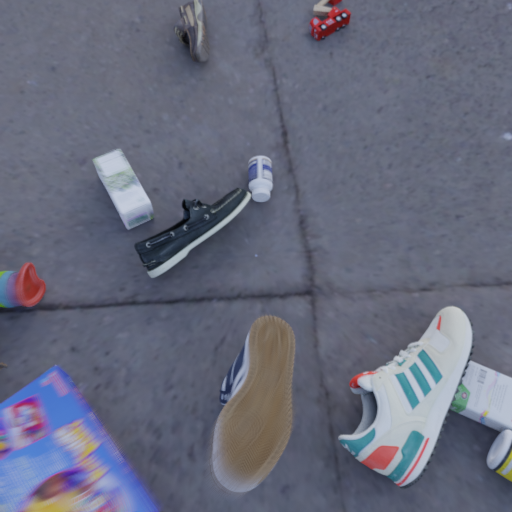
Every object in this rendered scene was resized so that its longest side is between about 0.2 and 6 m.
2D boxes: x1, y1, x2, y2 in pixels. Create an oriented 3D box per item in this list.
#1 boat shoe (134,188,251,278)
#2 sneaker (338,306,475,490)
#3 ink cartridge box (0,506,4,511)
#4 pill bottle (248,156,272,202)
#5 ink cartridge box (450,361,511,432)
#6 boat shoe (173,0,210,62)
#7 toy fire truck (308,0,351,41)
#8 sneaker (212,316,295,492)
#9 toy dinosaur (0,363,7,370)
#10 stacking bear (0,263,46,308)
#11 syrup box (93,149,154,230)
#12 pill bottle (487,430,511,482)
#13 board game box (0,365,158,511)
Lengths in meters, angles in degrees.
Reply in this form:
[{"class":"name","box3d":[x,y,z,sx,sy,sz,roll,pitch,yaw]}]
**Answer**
[{"class":"boat shoe","box3d":[-1.266,-0.682,10.930,2.575,0.962,0.854,-39,104,-10]},{"class":"sneaker","box3d":[2.506,2.074,9.487,1.535,1.156,3.284,26,69,7]},{"class":"ink cartridge box","box3d":[-4.223,3.963,8.108,1.024,0.388,0.757,-36,68,-18]},{"class":"pill bottle","box3d":[0.089,-1.598,11.736,0.494,0.494,0.890,-1,63,0]},{"class":"ink cartridge box","box3d":[3.981,2.434,9.680,1.169,0.511,0.849,22,66,12]},{"class":"boat shoe","box3d":[-1.574,-5.398,13.608,0.752,0.764,2.050,-9,54,6]},{"class":"toy fire truck","box3d":[1.800,-6.100,14.095,1.481,0.361,1.045,-34,67,-15]},{"class":"sneaker","box3d":[-0.123,2.491,8.781,1.029,1.593,2.937,21,42,-4]},{"class":"toy dinosaur","box3d":[-5.338,2.423,9.693,1.460,0.840,2.887,33,68,34]},{"class":"stacking bear","box3d":[-4.797,0.606,10.522,1.296,0.787,0.737,-1,45,12]},{"class":"syrup box","box3d":[-2.725,-1.379,11.536,0.619,0.640,1.573,-26,67,-14]},{"class":"pill bottle","box3d":[4.484,3.446,9.047,1.282,0.718,0.718,30,67,15]},{"class":"board game box","box3d":[-3.199,3.784,8.848,2.272,0.757,3.379,-35,68,-16]}]
